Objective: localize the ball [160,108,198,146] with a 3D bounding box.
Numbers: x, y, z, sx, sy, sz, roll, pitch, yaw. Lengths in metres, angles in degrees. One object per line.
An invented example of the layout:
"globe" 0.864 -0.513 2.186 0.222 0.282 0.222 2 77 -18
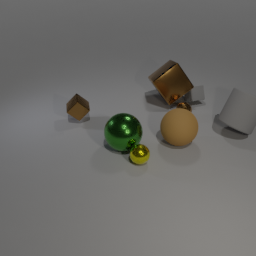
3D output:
"ball" 1.903 -0.032 10.426 1.400 1.400 1.400 0 32 0

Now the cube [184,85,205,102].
"cube" 3.187 -1.663 13.515 0.700 0.700 0.700 -10 7 -17

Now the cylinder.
"cylinder" 4.474 -0.671 10.946 1.400 1.400 1.400 22 15 -6

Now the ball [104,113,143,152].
"ball" -0.169 0.151 10.146 1.400 1.400 1.400 0 32 0

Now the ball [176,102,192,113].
"ball" 2.432 -0.774 12.199 0.700 0.700 0.700 0 32 0

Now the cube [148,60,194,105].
"cube" 1.980 -2.161 13.155 1.400 1.400 1.400 -37 19 8

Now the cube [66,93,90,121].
"cube" -2.108 -0.877 11.812 0.700 0.700 0.700 35 23 -33

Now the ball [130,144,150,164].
"ball" 0.405 0.896 9.591 0.700 0.700 0.700 0 32 0
